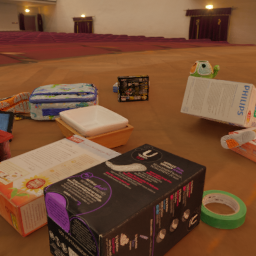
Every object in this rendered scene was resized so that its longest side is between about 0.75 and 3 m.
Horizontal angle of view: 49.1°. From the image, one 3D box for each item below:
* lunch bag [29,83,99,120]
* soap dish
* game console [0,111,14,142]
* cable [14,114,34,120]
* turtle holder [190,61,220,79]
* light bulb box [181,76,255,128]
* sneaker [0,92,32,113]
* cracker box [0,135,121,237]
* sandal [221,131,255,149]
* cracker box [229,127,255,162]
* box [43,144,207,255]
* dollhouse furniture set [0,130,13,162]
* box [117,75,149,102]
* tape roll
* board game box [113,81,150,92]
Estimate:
[{"bbox_3d":[-2.732,-1.161,12.295,2.917,1.202,2.344,-2,24,-3],"label":"lunch bag"},{"bbox_3d":[-1.205,0.008,9.649,1.832,0.946,2.328,-14,26,-32],"label":"soap dish"},{"bbox_3d":[-4.887,0.061,9.482,1.654,0.978,1.412,3,21,9],"label":"game console"},{"bbox_3d":[-4.434,-0.424,11.893,0.876,0.220,0.425,7,15,-17],"label":"cable"},{"bbox_3d":[5.070,-3.750,18.574,1.858,1.320,1.412,8,23,20],"label":"turtle holder"},{"bbox_3d":[3.563,-0.918,10.471,2.287,1.427,2.267,15,5,33],"label":"light bulb box"},{"bbox_3d":[-5.119,-1.044,12.418,0.917,0.929,2.374,7,20,41],"label":"sneaker"},{"bbox_3d":[-1.784,1.170,6.880,1.924,0.829,2.873,19,29,39],"label":"cracker box"},{"bbox_3d":[3.374,0.380,8.490,0.321,0.430,1.122,14,-23,-40],"label":"sandal"},{"bbox_3d":[4.443,0.447,9.026,2.022,0.583,1.354,-11,24,-24],"label":"cracker box"},{"bbox_3d":[0.033,1.500,5.246,2.667,1.415,1.630,-20,29,-40],"label":"box"},{"bbox_3d":[-4.151,0.650,7.619,2.345,1.262,0.954,13,25,29],"label":"dollhouse furniture set"},{"bbox_3d":[0.271,-2.009,14.269,1.604,1.281,0.396,-5,22,-11],"label":"box"},{"bbox_3d":[2.027,1.767,6.171,1.064,0.256,1.064,-1,22,0],"label":"tape roll"},{"bbox_3d":[0.230,-2.451,16.542,1.849,0.403,1.858,5,22,12],"label":"board game box"}]
